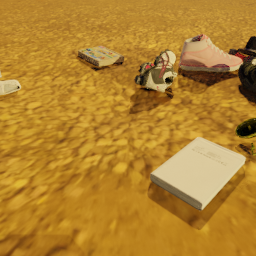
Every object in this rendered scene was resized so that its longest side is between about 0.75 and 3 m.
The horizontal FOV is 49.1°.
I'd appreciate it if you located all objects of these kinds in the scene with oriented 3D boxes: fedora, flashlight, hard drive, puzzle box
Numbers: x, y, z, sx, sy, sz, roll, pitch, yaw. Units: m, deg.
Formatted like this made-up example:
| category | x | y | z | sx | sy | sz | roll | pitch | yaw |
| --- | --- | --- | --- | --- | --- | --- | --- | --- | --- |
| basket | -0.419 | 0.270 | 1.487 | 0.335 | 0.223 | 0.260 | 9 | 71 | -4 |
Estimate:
| category | x | y | z | sx | sy | sz | roll | pitch | yaw |
| --- | --- | --- | --- | --- | --- | --- | --- | --- | --- |
| fedora | 5.544 | -3.314 | 11.574 | 1.809 | 0.826 | 1.809 | 14 | 18 | -4 |
| flashlight | 4.838 | -2.994 | 11.816 | 0.512 | 0.510 | 1.506 | -6 | 34 | -23 |
| hard drive | 1.520 | 0.862 | 5.960 | 1.213 | 0.242 | 1.839 | 26 | 41 | 35 |
| puzzle box | -1.209 | -3.209 | 12.404 | 1.291 | 0.247 | 1.940 | -20 | 37 | -30 |

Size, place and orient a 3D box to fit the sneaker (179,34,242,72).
| category | x | y | z | sx | sy | sz | roll | pitch | yaw |
| --- | --- | --- | --- | --- | --- | --- | --- | --- | --- |
| sneaker | 3.349 | -2.993 | 11.068 | 2.571 | 1.344 | 0.968 | 1 | 30 | 0 |

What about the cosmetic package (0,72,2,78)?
| category | x | y | z | sx | sy | sz | roll | pitch | yaw |
| --- | --- | --- | --- | --- | --- | --- | --- | --- | --- |
| cosmetic package | -5.888 | -2.024 | 10.326 | 1.880 | 0.486 | 1.417 | -26 | 38 | -34 |

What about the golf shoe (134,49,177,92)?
| category | x | y | z | sx | sy | sz | roll | pitch | yaw |
| --- | --- | --- | --- | --- | --- | --- | --- | --- | --- |
| golf shoe | 1.249 | -1.985 | 10.062 | 1.139 | 0.998 | 2.586 | 33 | 44 | 12 |

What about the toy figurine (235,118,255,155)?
| category | x | y | z | sx | sy | sz | roll | pitch | yaw |
| --- | --- | --- | --- | --- | --- | --- | --- | --- | --- |
| toy figurine | 3.848 | 0.034 | 6.892 | 2.022 | 1.211 | 1.066 | -33 | 54 | 19 |

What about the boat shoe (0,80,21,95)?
| category | x | y | z | sx | sy | sz | roll | pitch | yaw |
| --- | --- | --- | --- | --- | --- | --- | --- | --- | --- |
| boat shoe | -4.177 | -1.305 | 9.201 | 1.279 | 0.453 | 0.443 | -20 | 37 | -31 |

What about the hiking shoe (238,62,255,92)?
| category | x | y | z | sx | sy | sz | roll | pitch | yaw |
| --- | --- | --- | --- | --- | --- | --- | --- | --- | --- |
| hiking shoe | 4.659 | -1.769 | 8.969 | 1.108 | 1.473 | 2.927 | -8 | 33 | -13 |
